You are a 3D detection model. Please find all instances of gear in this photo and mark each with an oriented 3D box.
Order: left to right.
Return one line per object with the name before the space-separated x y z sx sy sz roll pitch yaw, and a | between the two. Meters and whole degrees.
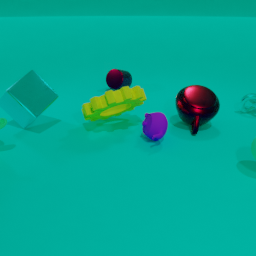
gear | -0.404 -0.681 8.162 1.858 0.344 1.858 -18 -8 -3

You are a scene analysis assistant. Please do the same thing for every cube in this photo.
cube | -2.874 -0.809 8.074 1.055 1.055 1.055 -24 24 49

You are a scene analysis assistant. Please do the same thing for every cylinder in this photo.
cylinder | -0.368 -2.014 11.650 0.828 0.828 0.828 13 12 27

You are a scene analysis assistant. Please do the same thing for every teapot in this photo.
teapot | 0.676 -0.042 7.435 0.615 0.781 1.255 12 31 -20
teapot | 2.030 -0.661 8.394 1.295 1.020 2.082 9 51 3

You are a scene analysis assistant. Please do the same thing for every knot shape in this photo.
knot shape | 4.380 -0.837 9.208 1.240 0.573 1.160 -1 -3 -33

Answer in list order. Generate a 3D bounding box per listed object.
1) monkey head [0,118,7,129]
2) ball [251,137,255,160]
monkey head | -3.692 0.066 6.488 1.619 0.975 1.165 -15 57 19
ball | 2.891 0.424 5.686 0.722 0.722 0.722 0 24 0
